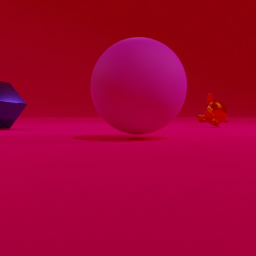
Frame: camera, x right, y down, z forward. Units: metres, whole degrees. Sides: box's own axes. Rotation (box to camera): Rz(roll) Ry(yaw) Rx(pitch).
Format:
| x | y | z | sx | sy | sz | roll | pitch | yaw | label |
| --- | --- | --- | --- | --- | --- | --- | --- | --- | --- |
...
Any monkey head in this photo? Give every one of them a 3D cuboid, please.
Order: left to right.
| x | y | z | sx | sy | sz | roll | pitch | yaw | label |
| --- | --- | --- | --- | --- | --- | --- | --- | --- | --- |
| 2.470 | -0.430 | 8.212 | 0.676 | 1.121 | 0.807 | -48 | 23 | -27 | monkey head |

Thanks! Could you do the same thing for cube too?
| x | y | z | sx | sy | sz | roll | pitch | yaw | label |
| --- | --- | --- | --- | --- | --- | --- | --- | --- | --- |
| -3.086 | -0.551 | 6.553 | 0.832 | 0.832 | 0.832 | 47 | 17 | 17 | cube |

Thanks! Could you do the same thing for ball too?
| x | y | z | sx | sy | sz | roll | pitch | yaw | label |
| --- | --- | --- | --- | --- | --- | --- | --- | --- | --- |
| 0.145 | -0.572 | 3.927 | 1.331 | 1.331 | 1.331 | 0 | 2 | 0 | ball |
